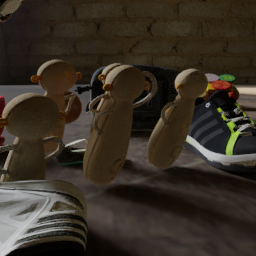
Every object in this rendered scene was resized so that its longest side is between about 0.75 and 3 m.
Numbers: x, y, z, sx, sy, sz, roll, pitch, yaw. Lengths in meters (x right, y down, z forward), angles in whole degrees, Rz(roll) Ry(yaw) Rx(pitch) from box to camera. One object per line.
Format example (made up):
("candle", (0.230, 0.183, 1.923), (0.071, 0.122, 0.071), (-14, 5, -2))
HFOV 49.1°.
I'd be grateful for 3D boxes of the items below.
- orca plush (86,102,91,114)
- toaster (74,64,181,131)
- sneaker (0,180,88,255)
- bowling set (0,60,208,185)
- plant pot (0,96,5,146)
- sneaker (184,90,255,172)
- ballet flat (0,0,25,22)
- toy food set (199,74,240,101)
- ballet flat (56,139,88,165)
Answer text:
("orca plush", (-0.503, -0.980, 10.855), (2.265, 0.805, 1.191), (2, 11, 13))
("toaster", (0.079, -0.854, 7.902), (3.000, 1.705, 1.938), (-1, 7, -6))
("sneaker", (-1.167, 0.748, 1.908), (1.834, 0.692, 1.055), (0, 8, -13))
("bowling set", (-0.593, -0.360, 3.825), (2.986, 1.603, 2.078), (-11, 39, -44))
("plant pot", (-2.989, -0.094, 5.472), (1.145, 1.043, 1.145), (0, 10, 0))
("sneaker", (1.631, -0.074, 4.976), (1.020, 1.178, 2.844), (-4, 11, -19))
("ballet flat", (-2.968, -3.781, 7.720), (0.767, 2.282, 0.777), (36, -3, 36))
("toy food set", (3.623, -1.726, 12.714), (2.734, 0.665, 2.706), (4, 37, 12))
("ballet flat", (-0.610, 0.385, 4.678), (1.159, 0.397, 0.394), (-2, 11, -14))
